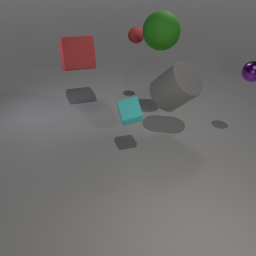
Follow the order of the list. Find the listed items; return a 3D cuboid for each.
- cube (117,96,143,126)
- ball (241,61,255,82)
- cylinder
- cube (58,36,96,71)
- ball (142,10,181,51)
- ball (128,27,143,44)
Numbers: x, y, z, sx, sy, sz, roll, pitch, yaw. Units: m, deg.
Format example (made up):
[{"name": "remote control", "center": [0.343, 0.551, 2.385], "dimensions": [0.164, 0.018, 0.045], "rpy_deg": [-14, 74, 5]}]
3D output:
[{"name": "cube", "center": [0.061, -0.553, 9.359], "dimensions": [0.700, 0.700, 0.700], "rpy_deg": [-16, -14, -2]}, {"name": "ball", "center": [4.258, -1.927, 9.587], "dimensions": [0.700, 0.700, 0.700], "rpy_deg": [0, 30, 0]}, {"name": "cylinder", "center": [1.749, -1.500, 10.327], "dimensions": [1.400, 1.400, 1.400], "rpy_deg": [-31, -1, -42]}, {"name": "cube", "center": [-2.328, -3.359, 12.745], "dimensions": [1.400, 1.400, 1.400], "rpy_deg": [-9, 13, -17]}, {"name": "ball", "center": [1.235, -3.583, 10.334], "dimensions": [1.400, 1.400, 1.400], "rpy_deg": [0, 30, 0]}, {"name": "ball", "center": [0.350, -4.034, 12.164], "dimensions": [0.700, 0.700, 0.700], "rpy_deg": [0, 30, 0]}]
